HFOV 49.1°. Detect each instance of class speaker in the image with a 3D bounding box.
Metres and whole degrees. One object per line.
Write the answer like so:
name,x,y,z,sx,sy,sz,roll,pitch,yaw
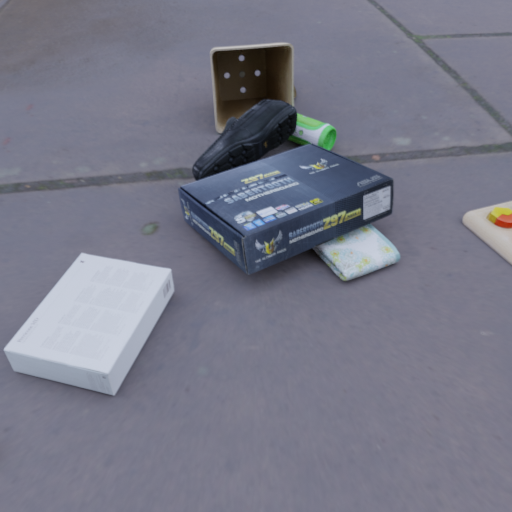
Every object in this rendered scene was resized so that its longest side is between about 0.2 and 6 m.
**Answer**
speaker,1.095,-3.061,13.598,1.658,0.733,0.733,28,48,28

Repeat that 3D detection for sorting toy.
sorting toy,5.389,-0.559,11.015,1.941,0.354,1.796,-17,44,-18

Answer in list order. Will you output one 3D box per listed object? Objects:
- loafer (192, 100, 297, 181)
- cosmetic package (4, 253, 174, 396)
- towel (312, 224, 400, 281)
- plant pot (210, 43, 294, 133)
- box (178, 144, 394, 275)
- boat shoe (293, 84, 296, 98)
loafer,-0.347,-2.568,12.590,1.089,1.053,3.101,33,58,27
cosmetic package,-2.582,0.998,9.050,1.745,0.598,2.314,11,42,12
towel,1.788,-0.179,10.606,1.261,0.355,1.473,-21,45,-19
plant pot,-0.221,-4.501,14.422,2.013,2.016,1.785,-7,32,-8
box,0.540,-1.084,10.925,3.361,0.857,2.651,-21,34,-23
boat shoe,0.624,-4.982,15.917,0.651,0.694,1.929,-31,49,15
